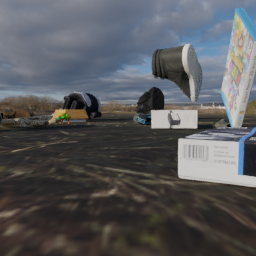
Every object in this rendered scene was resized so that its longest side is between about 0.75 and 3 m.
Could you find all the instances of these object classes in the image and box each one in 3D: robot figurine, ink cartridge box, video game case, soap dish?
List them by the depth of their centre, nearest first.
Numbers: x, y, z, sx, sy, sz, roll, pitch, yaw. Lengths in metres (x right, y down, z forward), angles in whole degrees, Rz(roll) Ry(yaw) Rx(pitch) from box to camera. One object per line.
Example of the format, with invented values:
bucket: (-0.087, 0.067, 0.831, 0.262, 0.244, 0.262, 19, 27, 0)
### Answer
ink cartridge box: (1.427, 0.230, 3.271, 1.086, 0.428, 2.185, 1, 3, 27)
video game case: (3.067, -1.583, 7.814, 0.248, 2.790, 1.997, -1, 42, 5)
ink cartridge box: (1.567, -0.309, 9.709, 1.512, 0.633, 1.097, 0, 4, 5)
soap dish: (-3.012, -0.646, 14.579, 1.318, 0.681, 1.676, -3, 4, -35)
robot figurine: (-2.866, -1.326, 17.469, 1.733, 2.087, 2.778, -25, -7, 25)

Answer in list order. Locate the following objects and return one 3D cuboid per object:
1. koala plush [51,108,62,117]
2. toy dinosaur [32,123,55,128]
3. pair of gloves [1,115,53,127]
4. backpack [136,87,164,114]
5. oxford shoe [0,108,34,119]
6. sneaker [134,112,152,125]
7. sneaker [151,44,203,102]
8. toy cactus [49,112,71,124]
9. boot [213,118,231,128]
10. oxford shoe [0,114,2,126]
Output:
koala plush: (-4.341, -0.799, 17.348, 0.844, 0.775, 0.748, -13, 6, -10)
toy dinosaur: (-2.934, -0.079, 9.750, 0.751, 0.178, 0.331, -3, 20, -16)
pair of gloves: (-3.785, -0.213, 9.998, 1.912, 0.335, 1.626, -5, 3, -4)
backpack: (1.415, -1.404, 18.074, 1.949, 2.068, 2.535, 10, -7, -29)
oxford shoe: (-5.175, -0.462, 12.771, 1.988, 0.722, 0.839, -3, 17, 22)
sneaker: (1.018, -0.378, 12.330, 1.616, 0.591, 0.662, -12, 25, -39)
sneaker: (1.690, -1.847, 9.683, 1.438, 1.025, 2.900, 9, -20, 27)
toy cactus: (-3.051, -0.356, 12.507, 0.930, 0.576, 1.127, -21, 13, -18)
boot: (3.408, -0.109, 9.746, 0.607, 0.315, 0.930, 10, 17, 41)
oxford shoe: (-4.663, -0.283, 7.811, 0.759, 0.988, 2.627, 24, 13, 26)
